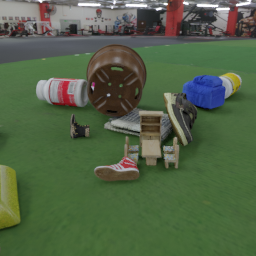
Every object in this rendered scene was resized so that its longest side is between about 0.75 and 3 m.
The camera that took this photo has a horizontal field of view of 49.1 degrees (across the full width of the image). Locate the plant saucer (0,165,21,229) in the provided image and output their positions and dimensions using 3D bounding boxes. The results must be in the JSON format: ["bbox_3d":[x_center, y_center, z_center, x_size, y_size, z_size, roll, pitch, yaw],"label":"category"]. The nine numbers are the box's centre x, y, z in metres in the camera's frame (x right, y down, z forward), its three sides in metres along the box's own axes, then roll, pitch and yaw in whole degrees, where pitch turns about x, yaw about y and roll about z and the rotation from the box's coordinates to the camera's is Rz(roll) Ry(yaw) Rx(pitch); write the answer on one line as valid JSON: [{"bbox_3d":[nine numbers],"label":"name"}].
[{"bbox_3d":[-3.029,1.295,5.311,1.717,0.412,1.720,-10,30,-21],"label":"plant saucer"}]

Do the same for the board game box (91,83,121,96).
[{"bbox_3d":[-1.398,-1.826,13.352,1.850,0.239,1.850,13,26,30],"label":"board game box"}]

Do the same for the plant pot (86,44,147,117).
[{"bbox_3d":[-0.430,-1.650,10.051,2.407,2.407,2.383,0,22,-1],"label":"plant pot"}]

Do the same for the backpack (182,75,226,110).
[{"bbox_3d":[2.991,-1.485,11.246,1.227,1.267,1.510,-11,20,-42],"label":"backpack"}]

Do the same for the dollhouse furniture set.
[{"bbox_3d":[0.600,0.266,7.287,1.310,0.993,1.495,1,22,2],"label":"dollhouse furniture set"}]

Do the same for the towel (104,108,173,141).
[{"bbox_3d":[0.556,-0.247,9.345,2.150,0.371,2.070,11,25,25],"label":"towel"}]

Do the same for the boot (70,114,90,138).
[{"bbox_3d":[-1.469,-0.059,8.557,0.581,0.772,0.282,-1,-21,-5],"label":"boot"}]

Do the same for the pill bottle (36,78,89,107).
[{"bbox_3d":[-2.638,-1.468,11.367,1.943,1.090,1.090,6,23,12],"label":"pill bottle"}]

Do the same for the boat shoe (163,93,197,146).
[{"bbox_3d":[1.658,-0.466,8.532,0.881,0.958,2.680,-19,28,9],"label":"boat shoe"}]

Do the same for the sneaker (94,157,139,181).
[{"bbox_3d":[-0.270,0.931,6.510,1.013,0.361,0.570,5,26,-8],"label":"sneaker"}]

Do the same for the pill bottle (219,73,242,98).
[{"bbox_3d":[4.501,-1.947,12.669,0.981,0.981,1.752,17,28,35],"label":"pill bottle"}]
